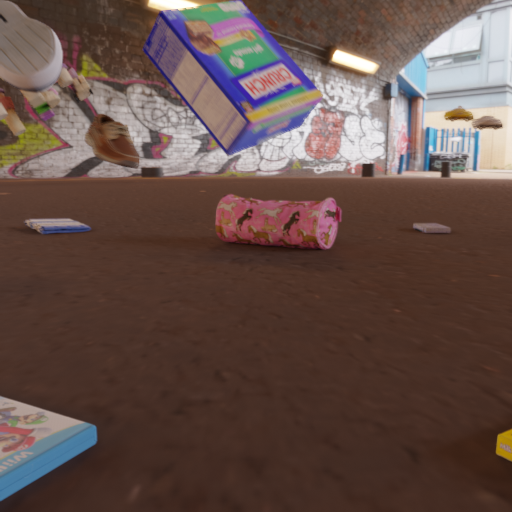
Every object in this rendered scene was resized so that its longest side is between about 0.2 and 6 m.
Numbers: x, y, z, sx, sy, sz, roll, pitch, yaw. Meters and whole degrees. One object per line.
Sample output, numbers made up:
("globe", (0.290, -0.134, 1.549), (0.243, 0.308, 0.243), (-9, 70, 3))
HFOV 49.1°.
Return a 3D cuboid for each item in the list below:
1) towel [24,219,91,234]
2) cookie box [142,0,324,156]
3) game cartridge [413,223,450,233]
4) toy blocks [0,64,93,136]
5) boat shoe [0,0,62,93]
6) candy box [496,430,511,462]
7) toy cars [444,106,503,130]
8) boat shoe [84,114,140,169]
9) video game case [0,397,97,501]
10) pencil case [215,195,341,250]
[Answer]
("towel", (-4.533, -0.675, 12.744), (1.100, 0.178, 1.497), (-5, 13, -36))
("cookie box", (-0.226, -1.978, 6.087), (1.303, 1.524, 0.572), (-32, -10, -42))
("game cartridge", (3.886, -0.612, 12.459), (0.565, 0.167, 0.871), (-4, 10, -2))
("toy blocks", (-4.171, -3.316, 10.057), (1.763, 1.484, 1.648), (-32, 5, -8))
("boat shoe", (-3.361, -2.924, 8.228), (0.957, 0.869, 2.602), (-26, 51, -13))
("candy box", (1.945, 1.016, 3.107), (1.153, 0.152, 0.589), (-6, 14, -32))
("toy cars", (3.362, -2.149, 8.665), (0.413, 0.204, 0.921), (-30, 44, -32))
("boat shoe", (-2.755, -2.236, 10.734), (0.734, 0.696, 1.939), (5, 24, -43))
("video game case", (-1.769, 1.031, 3.091), (1.426, 0.127, 1.021), (6, 11, 29))
("pencil case", (0.379, -0.641, 10.347), (2.310, 0.999, 0.956), (6, -18, 31))
